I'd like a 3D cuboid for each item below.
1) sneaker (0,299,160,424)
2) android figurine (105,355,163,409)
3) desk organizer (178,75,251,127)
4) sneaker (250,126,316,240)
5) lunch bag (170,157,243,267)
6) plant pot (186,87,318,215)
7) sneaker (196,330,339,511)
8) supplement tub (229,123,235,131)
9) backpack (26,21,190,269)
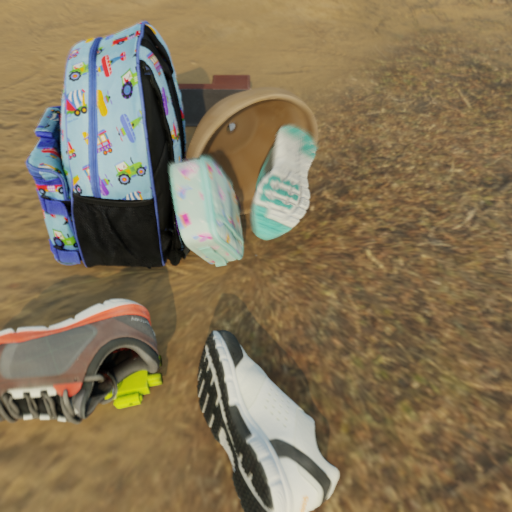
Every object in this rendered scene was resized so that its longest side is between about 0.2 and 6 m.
[{"bbox_3d":[-2.690,1.625,7.229,3.105,1.196,1.271,-25,49,-16],"label":"sneaker"},{"bbox_3d":[-1.852,1.716,7.948,1.052,0.216,0.958,-12,43,-3],"label":"android figurine"},{"bbox_3d":[-1.495,-3.893,13.979,2.754,0.988,1.060,0,38,0],"label":"desk organizer"},{"bbox_3d":[0.364,-1.068,9.367,0.898,1.056,2.315,28,53,-10],"label":"sneaker"},{"bbox_3d":[-0.702,-0.628,8.846,0.706,1.833,1.470,-15,76,10],"label":"lunch bag"},{"bbox_3d":[-0.225,-2.069,10.251,2.521,2.521,1.164,-18,50,-20],"label":"plant pot"},{"bbox_3d":[0.043,2.072,7.183,1.113,1.026,2.783,-2,41,-28],"label":"sneaker"},{"bbox_3d":[-0.114,-3.190,13.398,0.993,0.655,0.655,-11,42,-12],"label":"supplement tub"},{"bbox_3d":[-2.443,-1.979,9.652,2.462,3.659,3.341,-2,42,-3],"label":"backpack"}]
